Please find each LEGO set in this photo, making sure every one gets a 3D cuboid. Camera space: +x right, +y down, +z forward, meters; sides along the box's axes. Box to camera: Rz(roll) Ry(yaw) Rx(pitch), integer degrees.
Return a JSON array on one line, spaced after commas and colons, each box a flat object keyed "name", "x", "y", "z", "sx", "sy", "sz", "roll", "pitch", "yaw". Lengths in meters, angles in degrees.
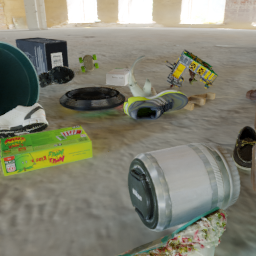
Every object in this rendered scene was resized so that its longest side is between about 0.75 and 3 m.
[{"name": "LEGO set", "x": 2.785, "y": -2.397, "z": 12.843, "sx": 2.137, "sy": 1.610, "sz": 2.779, "roll": 27, "pitch": 25, "yaw": -12}]

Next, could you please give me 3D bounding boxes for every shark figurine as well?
[{"name": "shark figurine", "x": 0.463, "y": -1.519, "z": 10.744, "sx": 1.447, "sy": 2.422, "sz": 1.011, "roll": -27, "pitch": -19, "yaw": 8}]

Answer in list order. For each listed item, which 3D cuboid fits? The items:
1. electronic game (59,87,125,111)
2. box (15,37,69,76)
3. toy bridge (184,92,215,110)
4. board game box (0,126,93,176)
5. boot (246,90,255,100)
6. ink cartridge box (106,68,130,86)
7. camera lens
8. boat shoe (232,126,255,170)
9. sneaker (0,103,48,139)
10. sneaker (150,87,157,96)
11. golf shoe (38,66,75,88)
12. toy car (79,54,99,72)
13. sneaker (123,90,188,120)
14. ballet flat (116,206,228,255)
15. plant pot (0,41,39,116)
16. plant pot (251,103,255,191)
[{"name": "electronic game", "x": -1.313, "y": -1.080, "z": 10.460, "sx": 2.430, "sy": 0.506, "sz": 2.430, "roll": 0, "pitch": 21, "yaw": 0}, {"name": "box", "x": -4.299, "y": -3.474, "z": 14.128, "sx": 2.547, "sy": 1.890, "sz": 1.364, "roll": 19, "pitch": 30, "yaw": 35}, {"name": "toy bridge", "x": 2.670, "y": -1.085, "z": 10.801, "sx": 0.635, "sy": 0.257, "sz": 1.890, "roll": 19, "pitch": 30, "yaw": 38}, {"name": "board game box", "x": -2.029, "y": 0.505, "z": 6.959, "sx": 2.056, "sy": 0.490, "sz": 1.044, "roll": -10, "pitch": 26, "yaw": -22}, {"name": "boot", "x": 5.725, "y": -1.276, "z": 10.881, "sx": 1.531, "sy": 0.528, "sz": 1.642, "roll": -28, "pitch": 31, "yaw": -25}, {"name": "ink cartridge box", "x": -0.381, "y": -2.494, "z": 13.572, "sx": 0.963, "sy": 0.559, "sz": 1.330, "roll": 8, "pitch": 25, "yaw": 18}, {"name": "camera lens", "x": 0.902, "y": 0.974, "z": 4.894, "sx": 1.634, "sy": 1.307, "sz": 1.307, "roll": -10, "pitch": 26, "yaw": -19}, {"name": "boat shoe", "x": 2.967, "y": 0.466, "z": 7.025, "sx": 0.598, "sy": 0.505, "sz": 1.678, "roll": 8, "pitch": 25, "yaw": 17}, {"name": "sneaker", "x": -3.190, "y": -0.176, "z": 7.773, "sx": 1.890, "sy": 0.697, "sz": 0.756, "roll": -11, "pitch": 67, "yaw": -7}, {"name": "sneaker", "x": 0.938, "y": -1.307, "z": 10.989, "sx": 0.388, "sy": 0.516, "sz": 1.035, "roll": -8, "pitch": 27, "yaw": -20}, {"name": "golf shoe", "x": -3.026, "y": -2.330, "z": 12.347, "sx": 2.066, "sy": 0.803, "sz": 0.976, "roll": -2, "pitch": 18, "yaw": 31}, {"name": "toy car", "x": -2.258, "y": -3.721, "z": 16.055, "sx": 0.978, "sy": 0.939, "sz": 1.191, "roll": -14, "pitch": 14, "yaw": -6}, {"name": "sneaker", "x": 1.014, "y": -0.656, "z": 9.368, "sx": 2.239, "sy": 0.827, "sz": 0.906, "roll": -13, "pitch": 33, "yaw": -11}, {"name": "ballet flat", "x": 0.517, "y": 1.862, "z": 3.795, "sx": 2.424, "sy": 0.917, "sz": 0.775, "roll": -16, "pitch": 58, "yaw": -23}, {"name": "plant pot", "x": -4.583, "y": -1.292, "z": 8.911, "sx": 2.321, "sy": 2.471, "sz": 2.471, "roll": -2, "pitch": 20, "yaw": 32}, {"name": "plant pot", "x": 3.860, "y": 0.275, "z": 5.003, "sx": 2.885, "sy": 2.914, "sz": 2.914, "roll": 4, "pitch": 23, "yaw": 29}]
